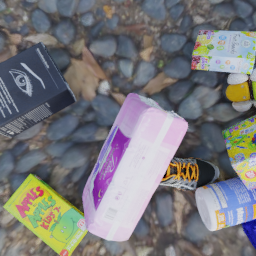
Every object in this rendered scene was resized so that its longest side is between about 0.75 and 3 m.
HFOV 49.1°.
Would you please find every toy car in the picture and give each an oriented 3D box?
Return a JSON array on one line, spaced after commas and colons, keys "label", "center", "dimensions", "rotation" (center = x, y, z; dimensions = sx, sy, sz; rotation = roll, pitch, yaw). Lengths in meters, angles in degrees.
[{"label": "toy car", "center": [3.506, -1.167, 7.928], "dimensions": [1.335, 1.001, 1.168], "rotation": [-4, 118, 31]}]

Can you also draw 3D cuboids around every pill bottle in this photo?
[{"label": "pill bottle", "center": [2.835, 1.828, 7.139], "dimensions": [1.969, 1.103, 1.103], "rotation": [-14, 77, -3]}]

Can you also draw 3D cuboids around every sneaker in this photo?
[{"label": "sneaker", "center": [1.291, 1.187, 7.416], "dimensions": [2.311, 0.892, 0.904], "rotation": [0, 75, -1]}]

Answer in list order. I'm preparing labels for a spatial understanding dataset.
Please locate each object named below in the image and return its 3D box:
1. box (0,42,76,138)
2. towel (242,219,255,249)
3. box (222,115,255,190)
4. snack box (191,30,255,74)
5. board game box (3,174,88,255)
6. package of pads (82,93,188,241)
[{"label": "box", "center": [-2.834, -1.026, 7.808], "dimensions": [2.216, 1.156, 1.640], "rotation": [-29, 78, -7]}, {"label": "towel", "center": [4.493, 2.635, 7.186], "dimensions": [2.573, 0.638, 1.900], "rotation": [-29, 77, -7]}, {"label": "box", "center": [3.158, 0.433, 6.517], "dimensions": [1.467, 1.413, 0.895], "rotation": [-29, 113, 24]}, {"label": "snack box", "center": [2.704, -2.180, 7.880], "dimensions": [1.602, 0.542, 1.351], "rotation": [9, 51, 16]}, {"label": "board game box", "center": [-2.051, 2.276, 7.343], "dimensions": [2.105, 0.501, 1.069], "rotation": [36, 79, 8]}, {"label": "package of pads", "center": [0.029, 0.781, 6.300], "dimensions": [1.126, 1.793, 2.976], "rotation": [23, 100, -17]}]
